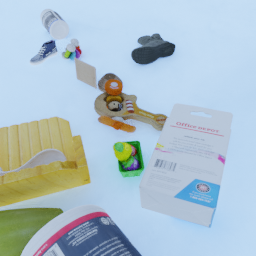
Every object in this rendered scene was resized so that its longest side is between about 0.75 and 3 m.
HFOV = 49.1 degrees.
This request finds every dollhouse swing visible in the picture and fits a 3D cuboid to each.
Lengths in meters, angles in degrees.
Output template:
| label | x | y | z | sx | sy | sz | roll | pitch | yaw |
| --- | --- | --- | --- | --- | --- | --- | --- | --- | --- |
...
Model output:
| label | x | y | z | sx | sy | sz | roll | pitch | yaw |
| --- | --- | --- | --- | --- | --- | --- | --- | --- | --- |
| dollhouse swing | -2.466 | 0.442 | 6.789 | 2.664 | 2.421 | 2.342 | -12 | 68 | -10 |

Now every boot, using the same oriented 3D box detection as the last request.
| label | x | y | z | sx | sy | sz | roll | pitch | yaw |
| --- | --- | --- | --- | --- | --- | --- | --- | --- | --- |
| boot | -3.327 | -2.957 | 10.888 | 0.465 | 0.578 | 1.279 | 31 | 54 | 25 |
| boot | 0.745 | -3.196 | 11.144 | 2.058 | 0.697 | 1.344 | -19 | 45 | -27 |

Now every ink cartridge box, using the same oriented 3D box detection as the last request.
| label | x | y | z | sx | sy | sz | roll | pitch | yaw |
| --- | --- | --- | --- | --- | --- | --- | --- | --- | --- |
| ink cartridge box | 1.574 | 0.765 | 7.108 | 1.695 | 0.999 | 2.944 | 12 | 49 | 19 |

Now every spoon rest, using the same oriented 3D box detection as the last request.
| label | x | y | z | sx | sy | sz | roll | pitch | yaw |
| --- | --- | --- | --- | --- | --- | --- | --- | --- | --- |
| spoon rest | -2.281 | 0.987 | 6.723 | 1.629 | 0.809 | 0.494 | -12 | 12 | -11 |

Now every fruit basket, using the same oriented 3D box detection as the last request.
| label | x | y | z | sx | sy | sz | roll | pitch | yaw |
| --- | --- | --- | --- | --- | --- | --- | --- | --- | --- |
| fruit basket | -0.002 | 0.689 | 7.282 | 0.767 | 1.063 | 1.063 | -5 | 48 | -4 |

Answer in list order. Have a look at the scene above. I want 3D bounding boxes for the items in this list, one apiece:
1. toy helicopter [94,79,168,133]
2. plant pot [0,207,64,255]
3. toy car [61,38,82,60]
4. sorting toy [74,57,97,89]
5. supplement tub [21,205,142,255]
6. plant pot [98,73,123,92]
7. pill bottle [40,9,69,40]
| label | x | y | z | sx | sy | sz | roll | pitch | yaw |
| --- | --- | --- | --- | --- | --- | --- | --- | --- | --- |
| toy helicopter | 0.092 | -0.411 | 8.393 | 2.368 | 0.934 | 1.566 | 20 | 47 | 7 |
| plant pot | -2.038 | 2.233 | 5.762 | 1.512 | 1.415 | 1.415 | -11 | 47 | -29 |
| toy car | -2.138 | -2.987 | 10.941 | 0.645 | 0.752 | 0.860 | 35 | 46 | -17 |
| sorting toy | -1.397 | -1.848 | 9.421 | 0.969 | 0.897 | 0.177 | 32 | 55 | 21 |
| supplement tub | -0.439 | 2.832 | 4.705 | 1.882 | 1.882 | 2.681 | -31 | 55 | -25 |
| plant pot | -0.631 | -1.640 | 9.806 | 0.884 | 0.408 | 0.884 | -1 | 48 | 1 |
| pill bottle | -3.219 | -4.538 | 12.147 | 0.857 | 0.857 | 1.506 | -23 | 52 | -20 |
